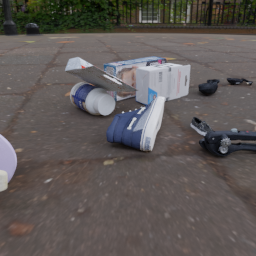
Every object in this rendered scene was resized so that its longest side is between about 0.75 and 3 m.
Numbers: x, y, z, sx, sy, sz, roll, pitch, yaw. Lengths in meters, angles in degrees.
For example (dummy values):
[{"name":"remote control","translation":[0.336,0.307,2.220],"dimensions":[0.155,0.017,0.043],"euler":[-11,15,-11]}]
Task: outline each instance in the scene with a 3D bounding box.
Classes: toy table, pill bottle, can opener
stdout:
[{"name":"toy table","translation":[-3.236,0.729,4.425],"dimensions":[2.653,2.439,1.554],"euler":[-11,8,-17]},{"name":"pill bottle","translation":[-1.237,-0.999,9.882],"dimensions":[0.954,0.954,1.720],"euler":[-17,28,-35]},{"name":"can opener","translation":[2.929,0.327,7.104],"dimensions":[2.139,0.678,0.841],"euler":[-1,22,-2]}]

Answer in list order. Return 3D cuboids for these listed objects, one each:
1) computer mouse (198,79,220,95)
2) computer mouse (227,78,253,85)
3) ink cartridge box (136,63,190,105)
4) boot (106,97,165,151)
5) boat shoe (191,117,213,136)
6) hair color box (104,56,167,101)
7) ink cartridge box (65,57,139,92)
[{"name":"computer mouse","translation":[3.780,-1.899,12.864],"dimensions":[0.812,0.472,2.771],"euler":[-4,14,25]},{"name":"computer mouse","translation":[5.489,-2.227,13.750],"dimensions":[1.222,0.281,0.858],"euler":[-3,25,-24]},{"name":"ink cartridge box","translation":[1.443,-1.844,11.362],"dimensions":[2.360,1.369,0.801],"euler":[-16,28,-36]},{"name":"boot","translation":[0.321,-0.311,8.168],"dimensions":[1.236,0.995,2.736],"euler":[10,25,11]},{"name":"boat shoe","translation":[2.259,-0.065,8.449],"dimensions":[0.370,0.350,1.057],"euler":[-7,24,-16]},{"name":"hair color box","translation":[0.368,-2.176,12.046],"dimensions":[2.882,1.441,0.872],"euler":[-19,29,-36]},{"name":"ink cartridge box","translation":[-0.845,-1.757,9.169],"dimensions":[1.765,0.521,2.205],"euler":[24,-8,-33]}]
